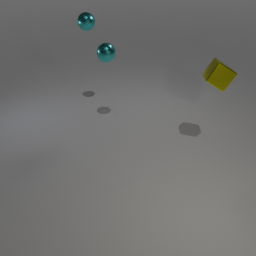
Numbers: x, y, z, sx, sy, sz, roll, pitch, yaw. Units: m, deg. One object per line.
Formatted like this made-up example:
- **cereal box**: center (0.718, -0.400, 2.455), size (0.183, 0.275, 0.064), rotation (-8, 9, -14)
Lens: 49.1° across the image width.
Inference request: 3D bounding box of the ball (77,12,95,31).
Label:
- **ball**: center (-1.655, -4.209, 11.086), size (0.700, 0.700, 0.700), rotation (0, 31, 0)

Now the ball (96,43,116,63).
- **ball**: center (-0.801, -2.746, 10.218), size (0.700, 0.700, 0.700), rotation (0, 31, 0)

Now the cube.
- **cube**: center (2.901, -1.709, 8.944), size (0.700, 0.700, 0.700), rotation (29, 25, -12)
